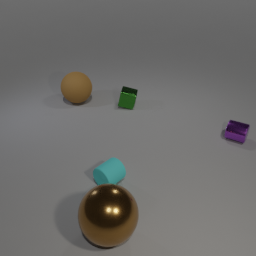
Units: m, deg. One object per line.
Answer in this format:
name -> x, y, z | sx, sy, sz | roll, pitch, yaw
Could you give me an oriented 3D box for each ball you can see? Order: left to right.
ball -> -2.318, -1.831, 12.625 | 1.400, 1.400, 1.400 | 0, 32, 0
ball -> -0.450, 1.986, 6.464 | 1.400, 1.400, 1.400 | 0, 32, 0

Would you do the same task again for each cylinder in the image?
cylinder -> -0.539, 1.319, 8.163 | 0.700, 0.700, 0.700 | 25, 40, 35
cylinder -> 3.952, 0.120, 10.134 | 0.700, 0.700, 0.700 | 18, 36, 27

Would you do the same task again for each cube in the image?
cube -> -0.002, -1.335, 12.382 | 0.700, 0.700, 0.700 | 14, 32, -1
